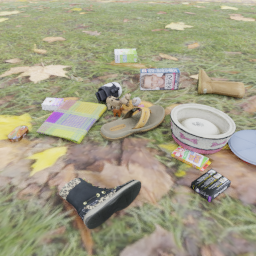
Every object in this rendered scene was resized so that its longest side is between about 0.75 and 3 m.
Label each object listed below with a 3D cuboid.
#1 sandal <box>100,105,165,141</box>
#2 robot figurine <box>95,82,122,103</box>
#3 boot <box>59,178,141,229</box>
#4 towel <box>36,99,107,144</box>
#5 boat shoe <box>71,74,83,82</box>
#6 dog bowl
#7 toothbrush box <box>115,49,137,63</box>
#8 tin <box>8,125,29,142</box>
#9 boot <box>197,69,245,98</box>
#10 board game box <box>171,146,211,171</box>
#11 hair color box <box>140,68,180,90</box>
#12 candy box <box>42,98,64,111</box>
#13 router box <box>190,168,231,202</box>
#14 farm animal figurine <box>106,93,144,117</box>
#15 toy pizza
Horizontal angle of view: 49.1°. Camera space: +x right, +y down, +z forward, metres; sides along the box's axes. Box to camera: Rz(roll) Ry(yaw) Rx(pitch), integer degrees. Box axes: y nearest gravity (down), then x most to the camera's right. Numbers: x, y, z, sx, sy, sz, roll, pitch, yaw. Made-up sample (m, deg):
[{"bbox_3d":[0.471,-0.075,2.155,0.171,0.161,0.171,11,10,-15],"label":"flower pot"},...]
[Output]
[{"bbox_3d":[0.277,-0.371,10.934,2.957,0.799,1.188,-20,39,-26],"label":"sandal"},{"bbox_3d":[-0.874,-1.634,12.786,1.265,0.789,0.950,-29,51,-35],"label":"robot figurine"},{"bbox_3d":[-0.761,1.765,7.911,2.014,0.727,1.521,-28,40,-36],"label":"boot"},{"bbox_3d":[-2.187,-0.373,11.396,1.952,0.310,2.718,11,37,14],"label":"towel"},{"bbox_3d":[-2.680,-2.631,14.728,0.772,0.243,0.282,25,41,31],"label":"boat shoe"},{"bbox_3d":[2.608,0.030,10.142,2.319,0.855,2.319,5,34,-3],"label":"dog bowl"},{"bbox_3d":[-0.142,-4.386,17.009,1.311,0.564,0.955,-3,34,-2],"label":"toothbrush box"},{"bbox_3d":[-4.167,0.210,10.651,0.521,0.195,0.930,13,36,11],"label":"tin"},{"bbox_3d":[4.480,-2.152,13.703,2.087,0.690,1.828,5,48,9],"label":"boot"},{"bbox_3d":[2.140,1.016,9.494,1.228,0.184,0.586,28,43,31],"label":"board game box"},{"bbox_3d":[1.544,-2.390,13.749,1.894,0.947,0.573,-1,34,0],"label":"hair color box"},{"bbox_3d":[-3.316,-1.051,12.388,0.788,0.282,0.661,4,35,5],"label":"candy box"},{"bbox_3d":[2.486,1.692,8.409,0.994,0.254,0.742,-24,41,-31],"label":"router box"},{"bbox_3d":[-0.102,-1.133,12.090,1.495,0.752,1.207,-17,38,-24],"label":"farm animal figurine"},{"bbox_3d":[4.557,0.740,9.737,2.080,0.330,2.080,0,33,0],"label":"toy pizza"}]
